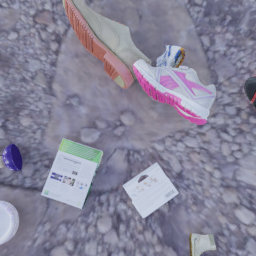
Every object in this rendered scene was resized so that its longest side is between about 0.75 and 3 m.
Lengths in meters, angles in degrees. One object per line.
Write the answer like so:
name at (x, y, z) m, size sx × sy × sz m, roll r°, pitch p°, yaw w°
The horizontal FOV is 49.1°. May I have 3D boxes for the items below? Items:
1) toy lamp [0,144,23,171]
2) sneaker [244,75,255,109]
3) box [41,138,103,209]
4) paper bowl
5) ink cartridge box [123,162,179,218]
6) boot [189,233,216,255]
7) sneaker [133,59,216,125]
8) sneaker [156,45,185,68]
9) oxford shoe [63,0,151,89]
toy lamp at (-3.947, 1.072, 6.642) m, size 2.659 × 0.774 × 0.774 m, roll -17°, pitch 77°, yaw -3°
sneaker at (4.346, -0.864, 7.140) m, size 2.790 × 1.028 × 1.210 m, roll 18°, pitch 57°, yaw 5°
box at (-1.345, 1.107, 6.884) m, size 1.063 × 0.268 × 1.472 m, roll 18°, pitch 78°, yaw 4°
paper bowl at (-3.027, 2.190, 6.486) m, size 0.984 × 0.512 × 0.984 m, roll 0°, pitch 77°, yaw 0°
ink cartridge box at (0.537, 1.502, 6.802) m, size 1.049 × 0.229 × 0.911 m, roll -33°, pitch 78°, yaw -7°
boot at (1.731, 2.834, 6.463) m, size 0.583 × 0.271 × 0.753 m, roll 0°, pitch 75°, yaw -1°
sneaker at (1.114, -1.032, 6.628) m, size 2.183 × 0.888 × 0.963 m, roll 35°, pitch 82°, yaw 9°
sneaker at (0.962, -1.580, 7.475) m, size 0.600 × 0.512 × 1.361 m, roll 30°, pitch 84°, yaw 35°
oxford shoe at (-0.595, -2.444, 7.402) m, size 1.087 × 1.043 × 2.946 m, roll -38°, pitch 90°, yaw -12°
